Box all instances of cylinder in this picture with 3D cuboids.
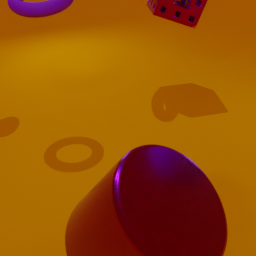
[{"bbox_3d":[0.086,0.636,1.852,0.788,0.788,0.788,20,46,-22],"label":"cylinder"}]

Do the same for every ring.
[{"bbox_3d":[-1.894,-2.861,6.131,1.443,0.289,1.443,-2,49,2],"label":"ring"}]

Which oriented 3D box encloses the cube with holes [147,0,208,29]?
[{"bbox_3d":[1.499,-3.994,8.322,1.354,1.354,1.354,12,32,-14],"label":"cube with holes"}]
